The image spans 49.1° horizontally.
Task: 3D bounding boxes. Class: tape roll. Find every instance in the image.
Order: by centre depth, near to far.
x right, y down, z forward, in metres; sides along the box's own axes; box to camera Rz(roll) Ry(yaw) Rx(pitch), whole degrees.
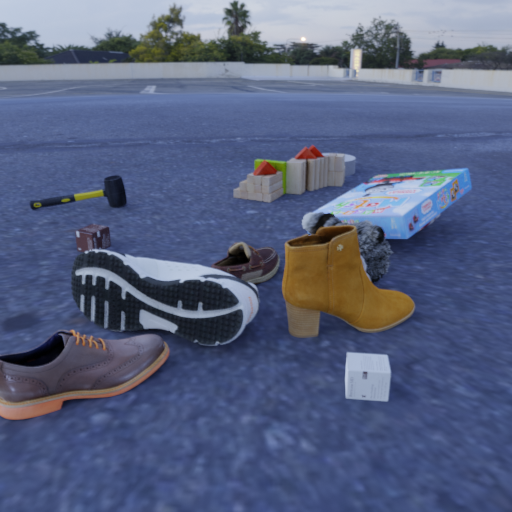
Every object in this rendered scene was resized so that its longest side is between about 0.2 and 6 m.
[{"bbox_3d":[2.498,-3.008,18.484,1.529,0.505,1.529,-1,20,0],"label":"tape roll"}]

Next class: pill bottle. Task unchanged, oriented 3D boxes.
[{"bbox_3d":[3.780,-0.898,12.752,0.874,0.499,0.499,-27,33,-34],"label":"pill bottle"}]

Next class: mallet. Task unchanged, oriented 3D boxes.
[{"bbox_3d":[-4.551,-1.401,14.493,2.424,0.798,0.499,-17,24,-3],"label":"mallet"}]

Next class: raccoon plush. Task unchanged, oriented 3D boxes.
[{"bbox_3d":[1.206,0.054,9.824,1.560,1.127,2.329,-22,24,-32],"label":"raccoon plush"}]

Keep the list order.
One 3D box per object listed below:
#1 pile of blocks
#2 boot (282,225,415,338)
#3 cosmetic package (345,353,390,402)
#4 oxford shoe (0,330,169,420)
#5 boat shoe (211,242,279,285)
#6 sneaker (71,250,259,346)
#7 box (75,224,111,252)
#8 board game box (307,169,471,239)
[{"bbox_3d":[1.059,-2.554,16.261,3.962,1.231,1.627,-16,26,-37],"label":"pile of blocks"},{"bbox_3d":[1.437,0.305,8.167,2.212,1.583,0.778,-8,26,-19],"label":"boot"},{"bbox_3d":[1.344,1.464,6.798,0.505,0.416,0.417,2,22,6],"label":"cosmetic package"},{"bbox_3d":[-2.041,1.264,6.808,2.138,0.779,0.762,-15,25,-35],"label":"oxford shoe"},{"bbox_3d":[-0.192,0.101,9.965,0.720,0.719,1.996,14,25,32],"label":"boat shoe"},{"bbox_3d":[-1.399,0.599,8.484,3.134,1.155,1.254,14,11,21],"label":"sneaker"},{"bbox_3d":[-3.355,-0.350,11.534,0.448,0.453,0.546,11,24,23],"label":"box"},{"bbox_3d":[2.973,-1.175,12.440,2.400,0.581,3.173,3,25,43],"label":"board game box"}]
